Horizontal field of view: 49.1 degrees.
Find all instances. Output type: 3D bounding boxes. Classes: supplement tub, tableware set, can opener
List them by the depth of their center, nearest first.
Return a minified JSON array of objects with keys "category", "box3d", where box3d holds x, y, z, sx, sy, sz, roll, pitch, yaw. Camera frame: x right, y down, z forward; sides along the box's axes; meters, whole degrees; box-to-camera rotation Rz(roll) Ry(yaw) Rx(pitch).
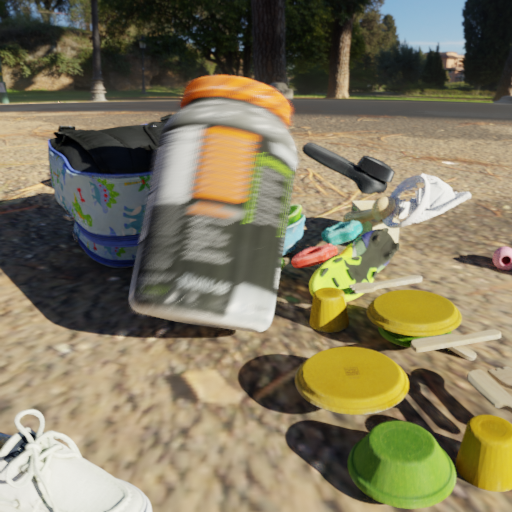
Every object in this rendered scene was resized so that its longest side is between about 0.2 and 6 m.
[{"category":"tableware set","box3d":[1.504,1.197,5.980,2.394,0.545,3.554,-7,22,-12]},{"category":"supplement tub","box3d":[-0.450,-0.579,6.782,1.722,2.810,1.722,9,-11,2]},{"category":"can opener","box3d":[1.662,-1.657,10.357,1.752,0.689,0.555,26,13,11]}]

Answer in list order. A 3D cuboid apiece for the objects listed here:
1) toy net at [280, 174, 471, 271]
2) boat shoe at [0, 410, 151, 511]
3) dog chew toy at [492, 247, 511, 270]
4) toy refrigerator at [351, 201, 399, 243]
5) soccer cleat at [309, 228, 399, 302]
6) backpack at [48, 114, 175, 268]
[{"category":"toy net","box3d":[1.555,-0.637,9.123,3.756,0.725,1.970,-17,13,13]},{"category":"boat shoe","box3d":[-1.714,1.597,4.225,1.953,0.832,0.721,7,21,19]},{"category":"dog chew toy","box3d":[4.178,0.017,9.422,0.385,0.385,0.619,7,14,19]},{"category":"toy refrigerator","box3d":[2.222,-0.590,10.759,0.548,0.595,1.568,-2,20,-4]},{"category":"soccer cleat","box3d":[1.428,0.239,8.615,2.132,0.689,0.892,-33,-2,-43]},{"category":"backpack","box3d":[-1.974,-1.074,9.650,2.712,2.178,2.964,-13,26,-24]}]
